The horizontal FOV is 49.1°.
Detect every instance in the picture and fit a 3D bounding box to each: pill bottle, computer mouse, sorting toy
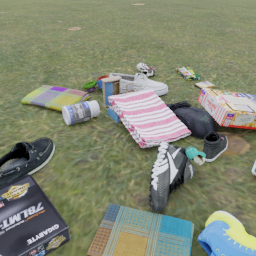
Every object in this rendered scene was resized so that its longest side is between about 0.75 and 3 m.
[{"bbox_3d":[-1.837,-0.631,11.048,1.335,0.760,0.760,-17,37,-25],"label":"pill bottle"},{"bbox_3d":[2.379,-0.488,10.893,1.790,0.682,2.585,-17,36,-25],"label":"computer mouse"},{"bbox_3d":[-1.425,-2.028,13.534,1.436,0.589,0.863,-30,26,-20],"label":"sorting toy"}]

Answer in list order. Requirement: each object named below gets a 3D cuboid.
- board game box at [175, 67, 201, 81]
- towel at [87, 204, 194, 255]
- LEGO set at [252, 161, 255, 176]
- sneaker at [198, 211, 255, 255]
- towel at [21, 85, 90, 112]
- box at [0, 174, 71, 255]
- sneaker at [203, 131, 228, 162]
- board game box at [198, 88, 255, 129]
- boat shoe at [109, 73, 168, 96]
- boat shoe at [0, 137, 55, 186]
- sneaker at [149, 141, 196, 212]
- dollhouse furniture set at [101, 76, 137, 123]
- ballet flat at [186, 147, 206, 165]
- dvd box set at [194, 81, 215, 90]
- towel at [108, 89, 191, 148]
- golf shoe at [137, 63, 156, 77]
[{"bbox_3d":[3.241,-2.955,15.218,0.820,0.184,1.564,-6,33,-13],"label":"board game box"},{"bbox_3d":[0.360,2.604,6.527,2.226,0.242,1.632,8,33,15],"label":"towel"},{"bbox_3d":[5.108,1.405,7.766,2.958,1.361,1.101,31,4,33],"label":"LEGO set"},{"bbox_3d":[2.427,2.781,5.861,1.171,0.844,2.229,-33,38,-21],"label":"sneaker"},{"bbox_3d":[-3.237,-1.331,12.588,2.582,0.294,1.854,12,35,19],"label":"towel"},{"bbox_3d":[-2.918,2.337,6.637,2.303,0.572,2.286,-23,38,-31],"label":"box"},{"bbox_3d":[2.990,0.411,9.387,0.574,0.806,1.625,20,37,31],"label":"sneaker"},{"bbox_3d":[4.353,-0.739,10.811,2.691,0.623,2.038,6,30,-16],"label":"board game box"},{"bbox_3d":[0.479,-2.141,13.211,2.847,0.935,1.024,8,32,11],"label":"boat shoe"},{"bbox_3d":[-3.245,0.878,8.575,1.000,0.887,2.676,18,37,25],"label":"boat shoe"},{"bbox_3d":[1.293,1.290,7.933,1.218,0.894,2.692,5,31,13],"label":"sneaker"},{"bbox_3d":[-0.044,-1.275,11.625,1.769,1.223,1.874,-17,37,-25],"label":"dollhouse furniture set"},{"bbox_3d":[1.993,0.871,8.082,0.384,1.140,0.401,-31,58,23],"label":"ballet flat"},{"bbox_3d":[3.807,-2.119,13.958,0.812,0.119,0.594,-15,36,-22],"label":"dvd box set"},{"bbox_3d":[0.760,-0.514,10.499,2.096,0.428,2.865,-13,49,-27],"label":"towel"},{"bbox_3d":[0.872,-3.184,15.275,0.600,0.526,1.362,-31,43,-29],"label":"golf shoe"}]
